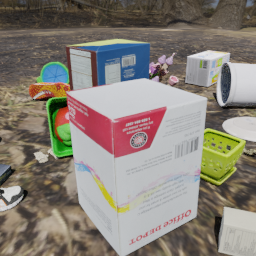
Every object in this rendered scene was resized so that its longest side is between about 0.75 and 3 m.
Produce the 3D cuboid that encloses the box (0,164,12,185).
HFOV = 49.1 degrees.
[{"bbox_3d":[-3.871,1.383,7.495,0.966,0.313,1.225,6,26,9],"label":"box"}]

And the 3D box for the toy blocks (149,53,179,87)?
[{"bbox_3d":[1.286,-2.955,14.039,2.079,1.872,2.224,-22,63,-37],"label":"toy blocks"}]

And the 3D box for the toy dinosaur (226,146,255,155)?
[{"bbox_3d":[3.397,0.541,9.219,0.775,0.417,1.759,4,21,-28],"label":"toy dinosaur"}]

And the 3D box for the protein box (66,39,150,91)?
[{"bbox_3d":[-0.737,-2.006,11.679,2.869,2.890,1.950,-23,33,-40],"label":"protein box"}]

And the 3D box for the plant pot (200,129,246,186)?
[{"bbox_3d":[2.382,0.828,7.766,1.206,1.095,1.200,22,32,38],"label":"plant pot"}]

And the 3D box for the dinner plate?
[{"bbox_3d":[4.754,-0.052,10.681,2.166,0.263,2.166,1,24,0],"label":"dinner plate"}]

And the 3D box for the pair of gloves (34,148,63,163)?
[{"bbox_3d":[-2.532,0.839,8.874,0.794,0.139,0.675,-14,29,-25],"label":"pair of gloves"}]

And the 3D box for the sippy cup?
[{"bbox_3d":[-3.845,-2.850,15.359,2.017,1.584,1.478,21,13,-8],"label":"sippy cup"}]

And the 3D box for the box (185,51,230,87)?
[{"bbox_3d":[4.748,-3.577,16.587,1.431,1.588,2.824,19,31,35],"label":"box"}]

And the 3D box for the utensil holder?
[{"bbox_3d":[5.463,-1.917,12.669,2.337,1.986,1.986,2,25,-1],"label":"utensil holder"}]

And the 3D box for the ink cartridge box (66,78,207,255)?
[{"bbox_3d":[0.129,0.654,6.033,2.104,2.896,2.094,-15,26,-29],"label":"ink cartridge box"}]

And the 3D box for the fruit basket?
[{"bbox_3d":[-1.060,-0.010,8.793,2.903,2.094,2.903,-5,9,1],"label":"fruit basket"}]

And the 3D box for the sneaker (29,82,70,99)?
[{"bbox_3d":[-3.371,-1.789,13.481,2.911,1.062,1.123,13,21,21],"label":"sneaker"}]

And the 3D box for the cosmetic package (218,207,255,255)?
[{"bbox_3d":[2.568,2.119,5.386,1.509,0.781,0.552,9,26,17],"label":"cosmetic package"}]

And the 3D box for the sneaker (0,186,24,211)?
[{"bbox_3d":[-3.233,1.659,6.576,1.545,0.618,0.570,-16,28,-34],"label":"sneaker"}]
